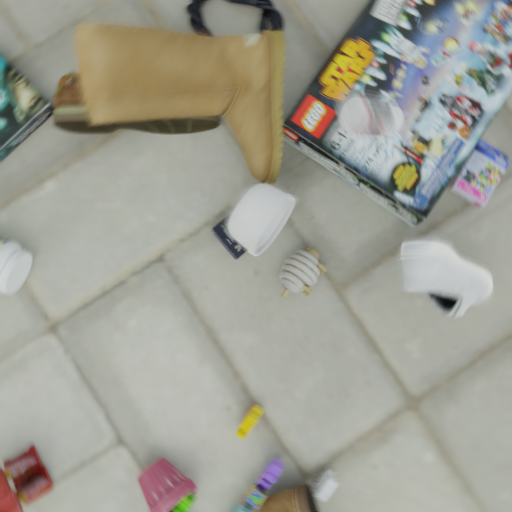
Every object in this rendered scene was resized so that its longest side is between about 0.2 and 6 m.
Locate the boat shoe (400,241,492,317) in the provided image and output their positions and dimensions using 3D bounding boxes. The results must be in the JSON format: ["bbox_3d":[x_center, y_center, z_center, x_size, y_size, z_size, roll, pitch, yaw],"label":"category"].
[{"bbox_3d":[3.251,0.539,9.462,0.996,2.766,0.948,1,74,35],"label":"boat shoe"}]

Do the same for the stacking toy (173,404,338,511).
[{"bbox_3d":[-0.052,4.299,10.008,1.968,0.613,2.611,38,87,5],"label":"stacking toy"}]

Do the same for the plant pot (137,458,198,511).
[{"bbox_3d":[-1.628,4.088,9.893,0.925,0.925,0.828,-41,69,-4],"label":"plant pot"}]

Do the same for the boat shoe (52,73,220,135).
[{"bbox_3d":[-2.234,-2.923,10.452,3.155,1.135,1.072,2,83,-1],"label":"boat shoe"}]

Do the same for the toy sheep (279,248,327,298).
[{"bbox_3d":[0.813,0.326,10.326,0.774,0.774,1.122,35,70,3],"label":"toy sheep"}]

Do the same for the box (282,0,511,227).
[{"bbox_3d":[3.012,-3.331,10.602,3.164,0.922,4.621,34,85,3],"label":"box"}]

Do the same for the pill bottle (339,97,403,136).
[{"bbox_3d":[1.889,-2.241,9.098,0.987,0.572,0.572,-3,83,-34],"label":"pill bottle"}]

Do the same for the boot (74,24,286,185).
[{"bbox_3d":[-1.203,-2.533,9.672,3.268,1.081,2.862,-3,122,-5],"label":"boot"}]

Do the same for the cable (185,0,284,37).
[{"bbox_3d":[-0.426,-4.636,10.953,1.646,0.513,2.018,-36,85,-4],"label":"cable"}]

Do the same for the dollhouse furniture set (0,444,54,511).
[{"bbox_3d":[-4.838,4.361,9.714,2.215,1.192,0.901,-31,85,3],"label":"dollhouse furniture set"}]

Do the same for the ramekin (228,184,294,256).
[{"bbox_3d":[0.063,-0.670,9.722,0.645,1.230,1.230,34,85,12],"label":"ramekin"}]

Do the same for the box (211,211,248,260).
[{"bbox_3d":[-0.332,-0.438,10.502,0.751,0.441,0.739,-40,93,-5],"label":"box"}]

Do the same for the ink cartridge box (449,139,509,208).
[{"bbox_3d":[4.340,-1.612,10.778,0.713,0.251,1.195,31,83,3],"label":"ink cartridge box"}]

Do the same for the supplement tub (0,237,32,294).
[{"bbox_3d":[-4.926,0.061,10.230,1.332,0.966,0.966,24,84,1],"label":"supplement tub"}]

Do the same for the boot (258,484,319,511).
[{"bbox_3d":[0.810,5.461,9.738,1.040,1.015,2.757,-19,81,10],"label":"boot"}]

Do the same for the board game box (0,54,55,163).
[{"bbox_3d":[-5.682,-2.510,10.768,2.061,0.429,3.048,45,86,5],"label":"board game box"}]
